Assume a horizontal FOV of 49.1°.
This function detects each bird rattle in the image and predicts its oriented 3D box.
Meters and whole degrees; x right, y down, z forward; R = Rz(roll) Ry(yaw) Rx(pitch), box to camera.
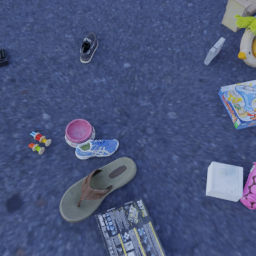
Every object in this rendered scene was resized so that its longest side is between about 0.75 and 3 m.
[{"bbox_3d":[5.521,-3.653,11.593,2.801,2.284,1.578,11,12,-35],"label":"bird rattle"}]

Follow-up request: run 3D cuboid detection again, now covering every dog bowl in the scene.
[{"bbox_3d":[-1.749,0.160,10.098,1.109,0.409,1.109,0,59,0],"label":"dog bowl"}]

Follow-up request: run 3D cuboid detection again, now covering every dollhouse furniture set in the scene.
[{"bbox_3d":[5.520,-5.654,12.912,2.142,1.394,1.968,-36,66,-19],"label":"dollhouse furniture set"}]

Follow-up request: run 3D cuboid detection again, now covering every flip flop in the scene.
[{"bbox_3d":[-0.933,1.813,8.891,2.850,0.821,1.156,-32,65,-17],"label":"flip flop"}]

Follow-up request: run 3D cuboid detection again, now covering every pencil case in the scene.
[{"bbox_3d":[4.092,1.840,9.004,0.677,0.656,1.446,40,63,-13],"label":"pencil case"}]

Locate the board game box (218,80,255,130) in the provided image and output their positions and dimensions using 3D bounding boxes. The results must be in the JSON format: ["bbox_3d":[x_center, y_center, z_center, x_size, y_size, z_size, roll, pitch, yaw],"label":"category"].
[{"bbox_3d":[5.067,-1.022,10.751,2.613,0.450,1.769,-13,60,-7],"label":"board game box"}]

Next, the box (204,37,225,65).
[{"bbox_3d":[3.667,-3.250,11.859,0.208,0.788,1.011,38,67,14],"label":"box"}]

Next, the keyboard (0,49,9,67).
[{"bbox_3d":[-6.386,-2.480,11.725,2.689,0.277,1.709,-20,62,-10],"label":"keyboard"}]

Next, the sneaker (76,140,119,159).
[{"bbox_3d":[-1.061,0.693,9.682,1.539,0.593,0.583,-14,59,-9],"label":"sneaker"}]

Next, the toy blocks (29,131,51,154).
[{"bbox_3d":[-3.250,0.500,9.970,0.791,0.287,0.659,27,63,15],"label":"toy blocks"}]

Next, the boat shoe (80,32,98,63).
[{"bbox_3d":[-1.705,-3.636,12.226,0.629,0.543,1.730,8,60,5],"label":"boat shoe"}]

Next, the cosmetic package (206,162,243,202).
[{"bbox_3d":[3.119,1.729,9.067,0.999,0.614,0.996,10,60,7],"label":"cosmetic package"}]

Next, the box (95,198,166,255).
[{"bbox_3d":[0.066,3.241,8.265,1.563,0.476,1.940,-20,62,-9],"label":"box"}]
